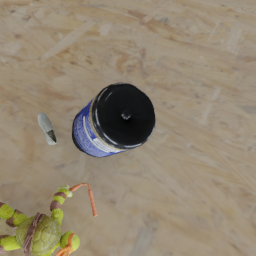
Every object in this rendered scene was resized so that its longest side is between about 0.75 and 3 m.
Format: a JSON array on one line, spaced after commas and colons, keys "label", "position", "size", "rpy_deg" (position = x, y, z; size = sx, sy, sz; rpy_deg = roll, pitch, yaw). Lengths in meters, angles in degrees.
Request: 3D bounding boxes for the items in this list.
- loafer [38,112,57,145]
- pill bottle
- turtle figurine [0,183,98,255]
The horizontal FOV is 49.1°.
[{"label": "loafer", "position": [-2.128, 0.009, 7.513], "size": [0.326, 0.935, 0.327], "rpy_deg": [-3, 23, 43]}, {"label": "pill bottle", "position": [-0.517, -0.035, 6.549], "size": [1.378, 2.465, 1.378], "rpy_deg": [6, 77, -25]}, {"label": "turtle figurine", "position": [-2.023, 2.374, 5.805], "size": [2.377, 0.949, 2.948], "rpy_deg": [6, 61, 8]}]
